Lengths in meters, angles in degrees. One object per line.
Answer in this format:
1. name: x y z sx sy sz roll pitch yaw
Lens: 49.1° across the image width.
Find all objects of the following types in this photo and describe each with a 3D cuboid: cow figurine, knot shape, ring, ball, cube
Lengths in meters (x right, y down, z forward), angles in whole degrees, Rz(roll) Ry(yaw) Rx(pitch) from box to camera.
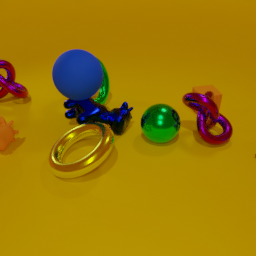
1. cow figurine: -3.678 0.185 7.138 1.456 0.812 1.479 -35 42 -29
2. knot shape: -4.189 -1.502 9.467 1.698 1.814 0.838 26 60 -28
3. ring: -1.115 0.473 6.581 1.704 0.341 1.704 -18 35 13
4. ball: 0.864 -0.127 7.483 1.070 1.070 1.070 0 31 0
5. ring: -1.179 -1.456 9.019 0.354 1.772 1.772 0 27 33
6. ball: -1.340 -1.416 7.509 1.346 1.346 1.346 0 31 0
7. cow figurine: -0.798 -0.423 8.032 1.659 0.925 1.686 -25 54 -26
8. knot shape: 2.184 -0.421 7.719 0.767 1.660 1.554 -31 10 23
9. cube: 2.491 -0.898 8.986 0.704 0.704 0.704 -7 35 -10
